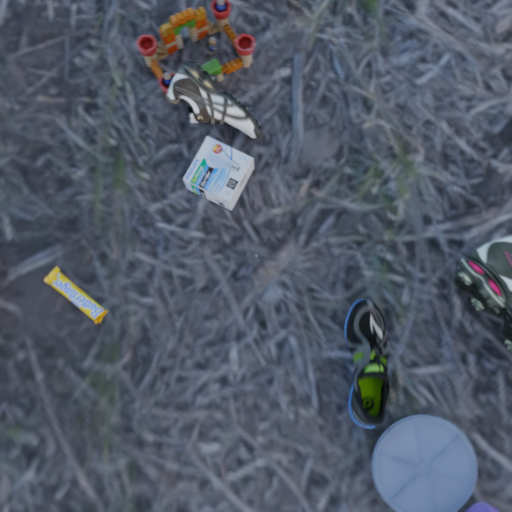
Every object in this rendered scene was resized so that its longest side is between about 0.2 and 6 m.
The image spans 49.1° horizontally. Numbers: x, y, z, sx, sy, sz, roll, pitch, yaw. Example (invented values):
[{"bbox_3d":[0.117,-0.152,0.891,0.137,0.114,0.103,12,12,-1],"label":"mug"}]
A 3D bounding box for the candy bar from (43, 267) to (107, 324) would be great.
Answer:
[{"bbox_3d":[-3.294,0.742,10.292,1.366,0.151,0.341,38,80,9],"label":"candy bar"}]

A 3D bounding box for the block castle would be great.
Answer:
[{"bbox_3d":[-1.176,-4.080,11.002,2.040,0.957,1.363,-29,78,-6],"label":"block castle"}]

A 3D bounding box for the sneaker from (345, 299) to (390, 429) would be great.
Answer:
[{"bbox_3d":[1.994,1.835,9.602,0.775,0.906,2.185,3,79,-9],"label":"sneaker"}]

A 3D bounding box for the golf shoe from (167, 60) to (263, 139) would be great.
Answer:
[{"bbox_3d":[-0.782,-2.778,10.714,1.987,0.772,0.939,38,100,-17],"label":"golf shoe"}]

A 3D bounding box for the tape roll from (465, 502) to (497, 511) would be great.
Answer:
[{"bbox_3d":[3.528,4.596,8.816,0.533,1.256,1.256,34,79,9],"label":"tape roll"}]

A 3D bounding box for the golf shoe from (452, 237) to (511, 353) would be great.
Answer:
[{"bbox_3d":[4.796,1.034,9.658,1.315,1.152,2.986,-34,79,-2],"label":"golf shoe"}]

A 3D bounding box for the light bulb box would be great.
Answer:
[{"bbox_3d":[-0.697,-1.552,10.571,1.001,0.625,0.992,26,80,6],"label":"light bulb box"}]

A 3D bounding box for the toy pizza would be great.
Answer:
[{"bbox_3d":[2.832,3.571,9.496,1.733,0.275,1.733,0,85,4],"label":"toy pizza"}]
